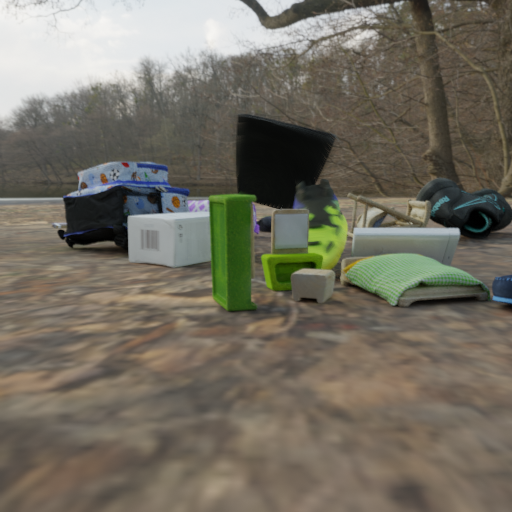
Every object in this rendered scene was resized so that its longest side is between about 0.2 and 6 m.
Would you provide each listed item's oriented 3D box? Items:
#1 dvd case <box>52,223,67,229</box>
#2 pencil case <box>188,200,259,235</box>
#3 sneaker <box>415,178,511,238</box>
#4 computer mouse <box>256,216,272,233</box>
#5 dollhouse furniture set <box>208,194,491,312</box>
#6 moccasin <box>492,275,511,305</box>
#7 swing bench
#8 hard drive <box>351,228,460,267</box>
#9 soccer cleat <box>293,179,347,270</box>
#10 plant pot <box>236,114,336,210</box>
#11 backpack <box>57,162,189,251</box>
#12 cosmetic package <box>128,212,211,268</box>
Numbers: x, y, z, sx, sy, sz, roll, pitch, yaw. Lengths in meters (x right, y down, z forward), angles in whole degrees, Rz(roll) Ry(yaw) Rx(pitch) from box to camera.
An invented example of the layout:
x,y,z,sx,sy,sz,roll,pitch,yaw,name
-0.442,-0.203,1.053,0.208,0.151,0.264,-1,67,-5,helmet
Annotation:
x,y,z,sx,sy,sz,roll,pitch,yaw,name
-4.726,-0.812,14.810,1.212,0.097,0.901,-4,8,-26,dvd case
-0.872,-0.790,12.080,1.894,0.795,0.810,5,-22,20,pencil case
4.675,-0.787,11.992,3.048,1.149,1.208,4,35,-37,sneaker
0.279,-0.842,13.995,0.636,0.370,2.171,-2,7,-8,computer mouse
0.883,-0.100,5.580,2.674,1.032,1.336,-2,8,-17,dollhouse furniture set
2.995,0.162,5.194,1.779,0.606,0.716,-2,8,-15,moccasin
2.569,-0.723,11.139,1.411,0.915,1.403,5,7,1,swing bench
1.734,-0.039,6.662,1.172,0.773,0.156,1,52,6,hard drive
0.866,-0.246,7.574,0.752,0.973,2.325,-8,28,9,soccer cleat
0.415,-1.518,9.309,1.511,1.343,1.514,15,14,5,plant pot
-2.151,-0.823,9.783,2.039,1.571,1.942,3,-3,42,backpack
-0.961,-0.293,8.431,0.985,0.708,1.746,6,8,37,cosmetic package
